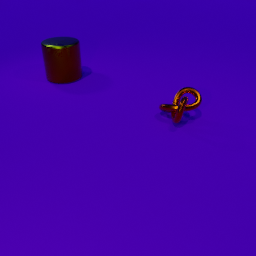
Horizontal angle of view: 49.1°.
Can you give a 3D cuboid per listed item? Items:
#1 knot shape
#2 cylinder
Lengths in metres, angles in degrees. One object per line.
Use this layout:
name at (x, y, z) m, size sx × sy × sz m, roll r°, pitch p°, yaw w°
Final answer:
knot shape at (1.413, -0.642, 7.282) m, size 1.053 × 0.520 × 1.125 m, roll -37°, pitch 19°, yaw -4°
cylinder at (-2.231, -2.329, 9.543) m, size 1.259 × 1.259 × 1.259 m, roll 0°, pitch 32°, yaw 0°
